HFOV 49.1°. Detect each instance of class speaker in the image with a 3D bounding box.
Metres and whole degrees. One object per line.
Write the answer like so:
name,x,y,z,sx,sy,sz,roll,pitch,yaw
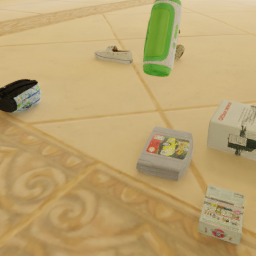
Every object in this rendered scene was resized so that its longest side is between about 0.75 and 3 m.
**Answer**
speaker,0.797,-2.106,6.544,0.757,1.711,0.757,10,-1,0

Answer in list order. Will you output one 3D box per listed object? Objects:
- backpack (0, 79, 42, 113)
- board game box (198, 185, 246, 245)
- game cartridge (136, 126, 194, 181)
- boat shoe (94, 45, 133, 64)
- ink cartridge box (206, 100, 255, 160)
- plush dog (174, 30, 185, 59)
backpack,-3.748,-1.137,9.702,1.267,1.194,1.553,11,50,30
board game box,1.951,1.747,5.790,0.804,0.350,1.089,13,34,20
game cartridge,1.094,0.611,7.565,1.271,0.390,1.910,14,35,13
boat shoe,-0.742,-3.750,13.924,2.171,0.758,0.770,18,37,26
ink cartridge box,3.472,0.082,7.852,2.150,0.893,1.576,18,37,25
plush dog,1.758,-4.214,13.820,1.916,1.646,1.538,-25,40,-33
